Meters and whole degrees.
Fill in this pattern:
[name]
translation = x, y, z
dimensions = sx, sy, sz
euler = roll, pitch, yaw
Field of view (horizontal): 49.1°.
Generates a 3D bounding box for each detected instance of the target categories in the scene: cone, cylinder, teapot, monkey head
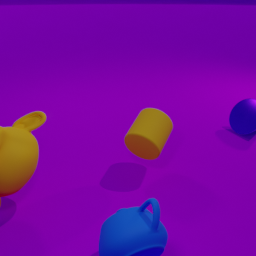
[cone]
translation = 3.711, -0.199, 8.160
dimensions = 1.054, 1.051, 1.051
euler = 18, 14, -35
[cylinder]
translation = 0.439, 0.124, 5.877
dimensions = 0.794, 0.794, 0.794
euler = 13, 51, 25
[teapot]
translation = 0.003, 1.515, 3.911
dimensions = 0.965, 1.552, 0.760
euler = 9, 39, -35
[monkey head]
translation = -2.286, 0.444, 4.780
dimensions = 1.427, 1.983, 1.195
euler = 31, 6, 23
